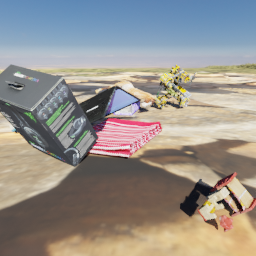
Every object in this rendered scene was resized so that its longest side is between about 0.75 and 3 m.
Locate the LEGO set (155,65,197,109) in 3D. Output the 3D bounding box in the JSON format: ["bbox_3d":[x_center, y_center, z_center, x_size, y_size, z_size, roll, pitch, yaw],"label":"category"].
[{"bbox_3d":[1.932,-1.422,11.134,1.457,1.895,1.098,-26,59,-34],"label":"LEGO set"}]

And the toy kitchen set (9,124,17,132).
[{"bbox_3d":[-2.664,0.055,7.806,1.012,0.811,0.596,-29,-12,31],"label":"toy kitchen set"}]

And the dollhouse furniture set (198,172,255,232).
[{"bbox_3d":[1.290,1.045,3.741,0.920,0.495,0.374,-29,-13,-41],"label":"dollhouse furniture set"}]

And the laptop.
[{"bbox_3d":[-0.880,-0.242,7.788,1.965,1.145,2.217,-23,30,27],"label":"laptop"}]

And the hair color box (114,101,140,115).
[{"bbox_3d":[-0.018,-0.881,11.152,0.739,0.438,1.352,3,17,16],"label":"hair color box"}]

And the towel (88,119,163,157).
[{"bbox_3d":[-0.341,0.157,7.399,1.950,0.303,2.697,4,14,22],"label":"towel"}]

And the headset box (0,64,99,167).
[{"bbox_3d":[-1.729,-0.294,5.624,1.627,1.868,0.867,19,60,32],"label":"headset box"}]

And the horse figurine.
[{"bbox_3d":[-0.219,-1.322,11.007,1.726,0.650,2.605,-21,28,-16],"label":"horse figurine"}]
